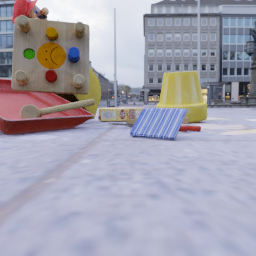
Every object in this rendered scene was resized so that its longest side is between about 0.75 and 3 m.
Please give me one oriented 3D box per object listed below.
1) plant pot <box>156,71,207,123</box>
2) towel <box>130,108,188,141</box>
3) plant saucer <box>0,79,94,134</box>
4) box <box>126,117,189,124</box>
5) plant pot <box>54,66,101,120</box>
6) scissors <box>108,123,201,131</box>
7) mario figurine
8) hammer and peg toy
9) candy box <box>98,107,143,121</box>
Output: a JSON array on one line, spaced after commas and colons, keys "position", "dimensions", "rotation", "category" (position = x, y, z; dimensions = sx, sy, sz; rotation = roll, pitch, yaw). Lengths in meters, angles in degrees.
[{"position": [1.750, -1.064, 9.291], "dimensions": [1.687, 1.587, 1.687], "rotation": [-4, 10, 1], "category": "plant pot"}, {"position": [0.530, -0.084, 4.980], "dimensions": [0.941, 0.681, 0.112], "rotation": [5, -37, 37], "category": "towel"}, {"position": [-2.592, -0.560, 6.687], "dimensions": [2.610, 0.480, 2.615], "rotation": [27, 18, 26], "category": "plant saucer"}, {"position": [0.845, -0.184, 7.725], "dimensions": [1.606, 0.171, 1.313], "rotation": [-2, 0, 11], "category": "box"}, {"position": [-1.735, -1.265, 8.954], "dimensions": [1.492, 1.527, 1.483], "rotation": [-4, -42, 32], "category": "plant pot"}, {"position": [0.585, -0.030, 6.648], "dimensions": [2.268, 0.158, 0.830], "rotation": [3, 4, 41], "category": "scissors"}, {"position": [-2.055, -2.496, 7.195], "dimensions": [1.227, 1.987, 1.053], "rotation": [18, 61, 46], "category": "mario figurine"}, {"position": [-1.656, -1.245, 6.263], "dimensions": [1.740, 2.366, 0.834], "rotation": [0, -6, -13], "category": "hammer and peg toy"}, {"position": [-0.178, -0.501, 10.094], "dimensions": [1.723, 0.477, 0.995], "rotation": [0, 6, -10], "category": "candy box"}]
